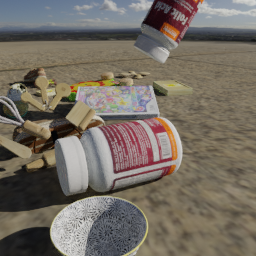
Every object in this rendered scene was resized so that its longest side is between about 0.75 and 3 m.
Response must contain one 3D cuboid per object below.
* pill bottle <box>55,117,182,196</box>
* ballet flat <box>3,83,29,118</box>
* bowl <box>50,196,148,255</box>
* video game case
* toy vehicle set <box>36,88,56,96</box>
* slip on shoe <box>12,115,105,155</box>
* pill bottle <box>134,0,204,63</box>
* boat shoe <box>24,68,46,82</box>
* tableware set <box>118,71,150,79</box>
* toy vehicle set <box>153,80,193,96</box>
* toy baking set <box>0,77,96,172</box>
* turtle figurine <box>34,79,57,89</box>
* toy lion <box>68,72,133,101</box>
[{"bbox_3d":[-0.187,0.525,5.374,2.219,1.216,1.216,-9,23,-24],"label":"pill bottle"},{"bbox_3d":[-4.054,-1.107,10.151,0.887,0.887,2.508,-6,22,-15],"label":"ballet flat"},{"bbox_3d":[-0.370,1.501,3.717,1.247,0.585,1.247,1,21,0],"label":"bowl"},{"bbox_3d":[-0.430,-0.929,9.831,2.798,0.252,2.003,-1,35,-3],"label":"video game case"},{"bbox_3d":[-3.421,-1.573,12.296,1.024,0.136,0.636,-17,27,-36],"label":"toy vehicle set"},{"bbox_3d":[-1.722,0.052,7.104,2.286,0.869,0.692,-17,42,-21],"label":"slip on shoe"},{"bbox_3d":[1.177,-3.202,8.370,1.297,2.272,1.297,28,12,-7],"label":"pill bottle"},{"bbox_3d":[-4.687,-2.682,14.125,1.849,0.664,0.700,3,7,42],"label":"boat shoe"},{"bbox_3d":[0.382,-3.067,16.101,1.445,0.201,1.730,13,24,26],"label":"tableware set"},{"bbox_3d":[2.020,-1.866,12.885,1.193,0.255,1.920,-5,22,-13],"label":"toy vehicle set"},{"bbox_3d":[-2.067,-0.066,6.389,2.702,2.073,0.314,-31,-11,-28],"label":"toy baking set"},{"bbox_3d":[-4.011,-2.181,13.508,0.992,0.396,1.230,-13,24,-31],"label":"turtle figurine"},{"bbox_3d":[-1.291,-1.581,11.642,2.336,0.837,2.437,-21,29,-29],"label":"toy lion"}]
